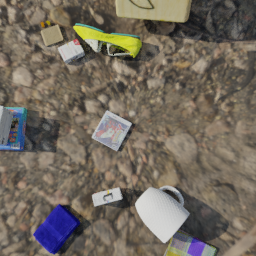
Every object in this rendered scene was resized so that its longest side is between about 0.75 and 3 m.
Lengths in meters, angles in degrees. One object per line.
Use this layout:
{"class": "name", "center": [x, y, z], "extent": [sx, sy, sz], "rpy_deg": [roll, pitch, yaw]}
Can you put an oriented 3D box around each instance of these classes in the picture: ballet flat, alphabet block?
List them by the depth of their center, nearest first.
{"class": "alphabet block", "center": [1.031, -5.791, 9.737], "extent": [2.767, 2.833, 2.782], "rpy_deg": [9, 61, 8]}
{"class": "ballet flat", "center": [-0.839, -3.302, 10.779], "extent": [2.704, 0.903, 0.906], "rpy_deg": [12, 97, 0]}

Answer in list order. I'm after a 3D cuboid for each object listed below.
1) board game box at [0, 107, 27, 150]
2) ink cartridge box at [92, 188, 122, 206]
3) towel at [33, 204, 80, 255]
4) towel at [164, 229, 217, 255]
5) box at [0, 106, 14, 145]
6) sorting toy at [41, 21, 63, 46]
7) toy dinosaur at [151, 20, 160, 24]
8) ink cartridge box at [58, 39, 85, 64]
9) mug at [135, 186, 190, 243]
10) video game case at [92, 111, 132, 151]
{"class": "board game box", "center": [-4.460, 0.023, 10.410], "extent": [1.211, 0.358, 1.592], "rpy_deg": [2, 80, 0]}
{"class": "ink cartridge box", "center": [-0.719, 2.401, 9.821], "extent": [0.968, 0.715, 0.415], "rpy_deg": [-15, 81, -3]}
{"class": "towel", "center": [-2.505, 3.540, 9.802], "extent": [1.065, 0.357, 1.442], "rpy_deg": [39, 82, 5]}
{"class": "towel", "center": [2.141, 4.381, 9.745], "extent": [1.657, 0.189, 1.190], "rpy_deg": [26, 80, 5]}
{"class": "box", "center": [-4.909, -0.136, 9.825], "extent": [1.290, 0.843, 1.283], "rpy_deg": [7, 80, 3]}
{"class": "sorting toy", "center": [-3.081, -3.832, 11.210], "extent": [0.769, 0.138, 1.032], "rpy_deg": [-21, 81, 1]}
{"class": "toy dinosaur", "center": [0.869, -4.819, 11.210], "extent": [2.513, 0.732, 1.271], "rpy_deg": [-22, 65, -11]}
{"class": "ink cartridge box", "center": [-2.202, -2.984, 10.932], "extent": [0.845, 0.362, 0.624], "rpy_deg": [-27, 81, -3]}
{"class": "mug", "center": [1.214, 2.713, 9.590], "extent": [1.544, 1.300, 1.761], "rpy_deg": [41, 52, 16]}
{"class": "video game case", "center": [-0.602, 0.093, 10.514], "extent": [1.086, 0.137, 1.191], "rpy_deg": [28, 81, 5]}
